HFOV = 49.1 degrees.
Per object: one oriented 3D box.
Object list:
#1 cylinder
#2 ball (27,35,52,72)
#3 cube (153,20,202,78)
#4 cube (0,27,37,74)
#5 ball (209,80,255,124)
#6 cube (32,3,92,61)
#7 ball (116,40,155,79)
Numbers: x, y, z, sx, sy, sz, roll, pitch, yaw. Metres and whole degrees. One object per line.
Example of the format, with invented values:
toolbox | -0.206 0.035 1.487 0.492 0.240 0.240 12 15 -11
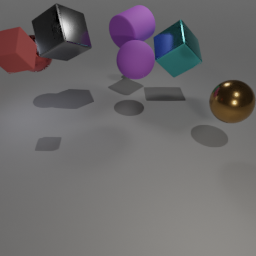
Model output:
cylinder | 0.176 -4.133 11.525 1.400 1.400 1.400 24 48 33
ball | -3.638 -2.878 10.867 1.400 1.400 1.400 0 32 0
cube | 2.030 -3.228 11.541 1.400 1.400 1.400 -25 50 34
cube | -2.617 -1.771 6.447 0.700 0.700 0.700 -7 69 13
ball | 3.331 -0.843 8.988 1.400 1.400 1.400 0 32 0
cube | -2.417 -3.426 10.278 1.400 1.400 1.400 -16 -4 33
ball | 0.276 -2.485 10.243 1.400 1.400 1.400 0 32 0
